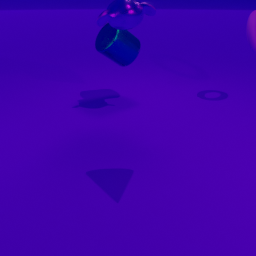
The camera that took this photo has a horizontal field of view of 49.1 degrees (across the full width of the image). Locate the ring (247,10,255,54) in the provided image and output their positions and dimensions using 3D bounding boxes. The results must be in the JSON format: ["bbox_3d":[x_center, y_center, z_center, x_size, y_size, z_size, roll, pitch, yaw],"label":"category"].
[{"bbox_3d":[3.918,-2.875,8.438,0.259,1.296,1.296,3,20,44],"label":"ring"}]

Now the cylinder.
[{"bbox_3d":[-0.317,-2.624,8.811,1.045,1.045,1.045,24,4,-42],"label":"cylinder"}]

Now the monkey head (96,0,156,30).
[{"bbox_3d":[-0.104,-3.075,7.078,1.515,1.090,0.913,-12,45,0],"label":"monkey head"}]
